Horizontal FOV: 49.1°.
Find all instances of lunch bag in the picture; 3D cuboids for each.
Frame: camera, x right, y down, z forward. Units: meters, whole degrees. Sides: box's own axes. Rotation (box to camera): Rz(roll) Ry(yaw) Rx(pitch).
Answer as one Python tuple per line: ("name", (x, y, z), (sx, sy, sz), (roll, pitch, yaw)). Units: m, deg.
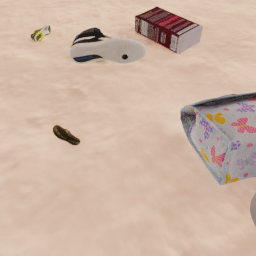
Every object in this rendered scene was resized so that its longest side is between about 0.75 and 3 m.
("lunch bag", (2.801, -0.065, 7.303), (2.224, 1.667, 2.622), (-9, 33, -9))

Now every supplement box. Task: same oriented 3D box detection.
("supplement box", (1.645, -4.161, 11.756), (1.394, 0.780, 2.562), (-34, 56, -27))

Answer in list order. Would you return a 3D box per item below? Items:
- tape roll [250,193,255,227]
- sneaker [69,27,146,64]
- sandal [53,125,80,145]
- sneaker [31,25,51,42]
("tape roll", (3.633, 1.877, 6.179), (1.674, 0.553, 1.674), (1, 47, -1))
("sneaker", (-0.760, -3.319, 10.769), (2.874, 1.050, 1.608), (-1, 47, 0))
("sandal", (-1.650, 0.169, 7.552), (0.877, 0.358, 0.239), (32, 33, -32))
("sneaker", (-3.736, -4.113, 11.972), (0.469, 0.413, 1.108), (18, 49, 16))
